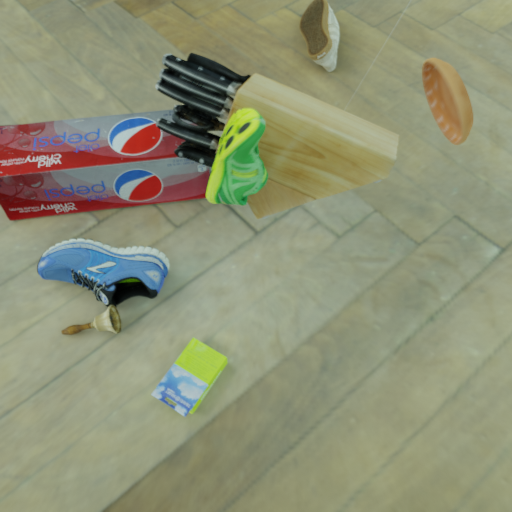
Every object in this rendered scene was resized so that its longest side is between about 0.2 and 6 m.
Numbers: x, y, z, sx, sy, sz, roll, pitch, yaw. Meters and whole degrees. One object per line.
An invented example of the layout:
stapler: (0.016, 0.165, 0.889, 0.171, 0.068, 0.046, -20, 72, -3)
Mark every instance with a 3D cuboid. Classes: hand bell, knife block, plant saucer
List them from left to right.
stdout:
hand bell: (-3.062, 1.290, 10.255, 1.042, 0.542, 0.542, -15, 57, 5)
knife block: (0.223, -2.408, 9.543, 3.646, 3.201, 1.166, -16, 26, 25)
plant saucer: (3.435, -2.780, 9.993, 0.302, 1.615, 1.615, -23, 58, 6)

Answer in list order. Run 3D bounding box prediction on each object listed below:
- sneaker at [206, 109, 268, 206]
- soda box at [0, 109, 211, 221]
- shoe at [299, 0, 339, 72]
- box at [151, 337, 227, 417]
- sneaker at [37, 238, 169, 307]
sneaker: (-0.188, -1.522, 8.897, 0.906, 2.168, 0.803, 14, 62, -10)
soda box: (-3.154, -1.926, 11.712, 4.372, 1.386, 1.530, -7, 57, -3)
shoe: (1.711, -5.844, 14.773, 0.924, 0.706, 2.644, -28, 46, 33)
box: (-1.140, 2.121, 9.718, 0.763, 0.298, 1.252, 27, 61, 17)
sneaker: (-2.913, 0.365, 10.488, 2.441, 0.959, 1.088, 3, 54, 1)
